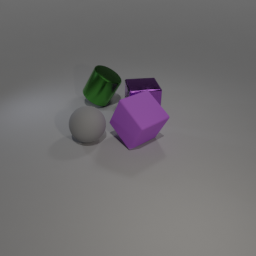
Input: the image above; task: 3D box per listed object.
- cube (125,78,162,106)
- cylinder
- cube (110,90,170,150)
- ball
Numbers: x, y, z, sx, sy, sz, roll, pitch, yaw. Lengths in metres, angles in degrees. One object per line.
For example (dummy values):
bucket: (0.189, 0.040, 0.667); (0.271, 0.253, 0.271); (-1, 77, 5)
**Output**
cube: (0.641, -1.328, 12.571); (1.400, 1.400, 1.400); (-4, 32, -8)
cylinder: (-1.226, -1.987, 13.206); (1.400, 1.400, 1.400); (25, 32, -17)
cube: (0.395, -0.305, 10.455); (1.400, 1.400, 1.400); (-24, 67, -34)
ball: (-1.540, -0.142, 10.651); (1.400, 1.400, 1.400); (0, 32, 0)
